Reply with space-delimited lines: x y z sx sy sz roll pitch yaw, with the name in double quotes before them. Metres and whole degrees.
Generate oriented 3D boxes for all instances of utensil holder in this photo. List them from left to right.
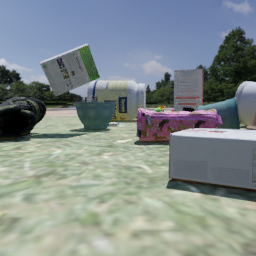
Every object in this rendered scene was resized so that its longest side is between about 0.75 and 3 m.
"utensil holder" 5.604 -0.901 10.939 1.840 1.840 2.166 -4 10 -39

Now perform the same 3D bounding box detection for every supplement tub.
"supplement tub" -0.567 -1.500 15.246 2.986 2.165 2.165 1 5 6

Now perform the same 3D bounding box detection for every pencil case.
"pencil case" 1.221 -0.078 6.925 2.022 0.837 0.875 1 14 4

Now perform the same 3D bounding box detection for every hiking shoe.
"hiking shoe" -3.044 -0.176 7.822 1.501 1.129 2.983 11 17 19

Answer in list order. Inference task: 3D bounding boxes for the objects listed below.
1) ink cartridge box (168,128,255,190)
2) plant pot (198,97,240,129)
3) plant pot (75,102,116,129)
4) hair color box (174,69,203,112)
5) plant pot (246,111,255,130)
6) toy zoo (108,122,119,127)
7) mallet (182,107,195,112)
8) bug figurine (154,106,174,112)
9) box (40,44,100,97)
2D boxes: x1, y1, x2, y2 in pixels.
"ink cartridge box" 1.394 0.335 3.640 1.394 0.584 1.223 3 6 29
"plant pot" 2.715 -0.295 8.444 1.112 1.135 1.135 -6 3 16
"plant pot" -1.196 -0.471 10.357 1.483 0.993 1.483 0 6 0
"hair color box" 3.215 -1.725 14.862 1.474 2.658 0.850 2 4 19
"plant pot" 3.759 -0.375 6.661 1.699 1.482 1.699 1 6 0
"toy zoo" -0.940 -0.143 11.547 1.199 0.123 0.787 -2 5 -20
"mallet" 3.318 -0.448 11.247 2.418 0.796 0.498 0 5 -3
"bug figurine" 2.874 -1.126 19.070 2.851 0.734 2.211 3 6 27
"box" -1.853 -1.883 9.137 1.648 1.189 0.299 -24 31 -11
